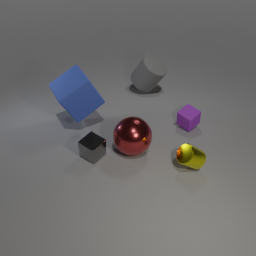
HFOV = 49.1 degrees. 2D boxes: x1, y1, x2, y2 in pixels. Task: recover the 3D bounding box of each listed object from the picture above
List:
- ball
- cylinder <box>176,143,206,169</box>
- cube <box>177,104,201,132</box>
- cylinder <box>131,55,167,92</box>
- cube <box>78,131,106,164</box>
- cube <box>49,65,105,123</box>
[{"bbox_3d":[0.162,0.287,9.995,1.400,1.400,1.400,0,31,0],"label":"ball"},{"bbox_3d":[2.068,0.936,9.180,0.700,0.700,0.700,23,16,-35],"label":"cylinder"},{"bbox_3d":[2.498,-0.426,11.541,0.700,0.700,0.700,-36,55,-23],"label":"cube"},{"bbox_3d":[1.061,-2.805,14.471,1.400,1.400,1.400,18,50,-23],"label":"cylinder"},{"bbox_3d":[-1.245,0.679,9.828,0.700,0.700,0.700,28,50,24],"label":"cube"},{"bbox_3d":[-2.036,-1.376,11.203,1.400,1.400,1.400,-37,48,-2],"label":"cube"}]
